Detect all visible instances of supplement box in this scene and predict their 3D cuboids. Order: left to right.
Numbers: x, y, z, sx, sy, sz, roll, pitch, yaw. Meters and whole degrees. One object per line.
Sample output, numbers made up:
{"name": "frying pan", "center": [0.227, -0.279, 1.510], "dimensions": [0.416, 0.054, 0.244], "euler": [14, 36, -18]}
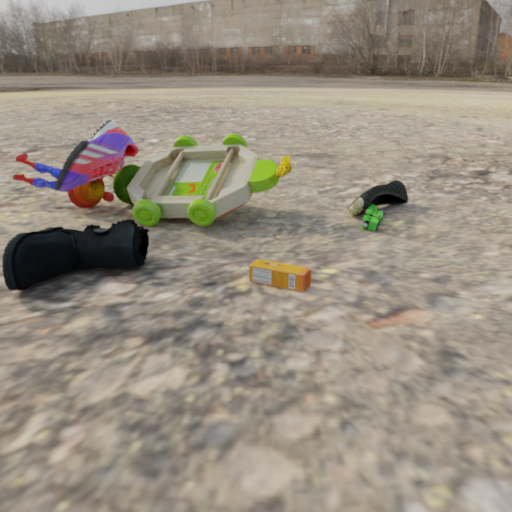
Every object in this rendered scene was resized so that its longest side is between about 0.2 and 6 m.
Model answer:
{"name": "supplement box", "center": [0.373, 0.306, 8.920], "dimensions": [0.962, 0.331, 0.320], "euler": [12, 23, 24]}

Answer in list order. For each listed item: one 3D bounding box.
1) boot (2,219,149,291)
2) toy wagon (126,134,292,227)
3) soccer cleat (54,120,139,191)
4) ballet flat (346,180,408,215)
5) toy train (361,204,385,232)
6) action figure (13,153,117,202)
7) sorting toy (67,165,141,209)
{"name": "boot", "center": [-2.809, -0.068, 9.134], "dimensions": [1.828, 0.831, 2.176], "euler": [-2, 14, 5]}
{"name": "toy wagon", "center": [-0.980, -1.668, 12.254], "dimensions": [3.610, 0.714, 2.801], "euler": [2, 42, 17]}
{"name": "soccer cleat", "center": [-3.405, -2.057, 12.146], "dimensions": [0.959, 0.894, 2.620], "euler": [37, 36, -12]}
{"name": "ballet flat", "center": [2.809, -1.274, 12.732], "dimensions": [1.966, 0.653, 0.559], "euler": [-22, 73, -35]}
{"name": "toy train", "center": [2.504, -0.812, 11.936], "dimensions": [0.367, 0.272, 1.302], "euler": [16, 25, 14]}
{"name": "action figure", "center": [-4.389, -1.807, 13.468], "dimensions": [2.453, 0.800, 1.214], "euler": [20, 20, 10]}
{"name": "sorting toy", "center": [-2.848, -1.575, 12.807], "dimensions": [2.693, 0.934, 0.928], "euler": [-11, 18, -34]}
